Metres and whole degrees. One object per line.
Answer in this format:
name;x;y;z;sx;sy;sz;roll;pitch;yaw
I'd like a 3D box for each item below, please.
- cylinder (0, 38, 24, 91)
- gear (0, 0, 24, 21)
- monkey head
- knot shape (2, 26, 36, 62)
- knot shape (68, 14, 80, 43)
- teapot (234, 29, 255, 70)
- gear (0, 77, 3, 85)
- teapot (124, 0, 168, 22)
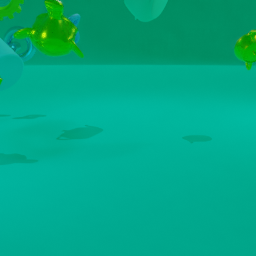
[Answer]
cylinder;-3.467;-1.704;7.075;1.153;1.153;1.153;43;30;15
gear;-3.767;-3.831;8.208;1.300;1.300;0.240;-7;49;-26
monkey head;-1.333;-1.716;4.933;1.283;0.773;0.923;16;-16;-4
knot shape;-3.937;-2.671;9.501;1.728;0.853;1.847;-31;55;7
knot shape;-1.923;-3.273;9.040;1.090;1.020;0.504;25;28;-52
teapot;2.897;-1.873;6.555;0.722;1.161;0.569;-8;44;3
gear;-2.675;-0.975;4.591;1.140;0.211;1.140;29;6;-3
teapot;0.407;-3.303;6.885;1.022;1.298;2.087;30;-17;14
